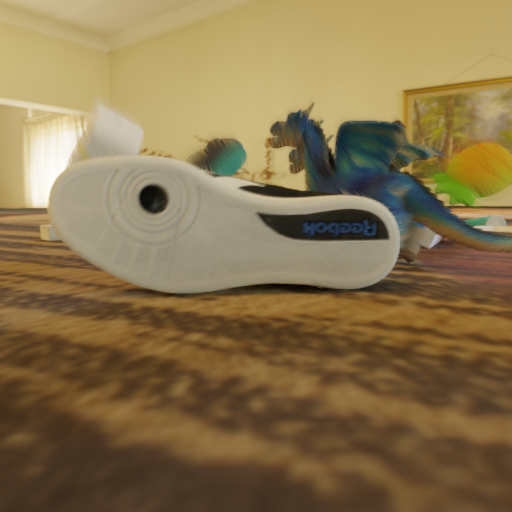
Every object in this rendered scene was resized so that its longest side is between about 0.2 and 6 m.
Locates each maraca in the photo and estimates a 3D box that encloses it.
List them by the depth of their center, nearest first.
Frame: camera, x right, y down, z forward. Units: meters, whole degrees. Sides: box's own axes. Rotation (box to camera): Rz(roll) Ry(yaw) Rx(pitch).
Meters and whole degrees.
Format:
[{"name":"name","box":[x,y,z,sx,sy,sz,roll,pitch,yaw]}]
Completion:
[{"name":"maraca","box":[2.778,-1.025,7.120,1.113,0.596,0.763,-34,54,-13]}]

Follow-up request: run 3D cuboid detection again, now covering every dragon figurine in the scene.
[{"name":"dragon figurine","box":[1.724,-1.135,7.877,1.304,2.203,4.431,16,-7,-43]}]

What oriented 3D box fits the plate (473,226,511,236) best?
[{"name":"plate","box":[5.254,-0.396,11.200,2.008,0.325,2.003,-6,9,-44]}]

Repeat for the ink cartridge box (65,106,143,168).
[{"name":"ink cartridge box","box":[-3.032,-2.003,11.066,0.997,1.378,1.015,27,33,-24]}]

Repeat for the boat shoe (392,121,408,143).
[{"name":"boat shoe","box":[1.908,-1.479,9.107,0.617,1.730,0.521,26,-22,26]}]

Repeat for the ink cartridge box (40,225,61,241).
[{"name":"ink cartridge box","box":[-4.257,-0.522,12.321,0.805,0.334,0.591,-5,8,-38]}]

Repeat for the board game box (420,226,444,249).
[{"name":"board game box","box":[2.735,-0.936,11.422,2.287,0.470,2.281,29,17,20]}]

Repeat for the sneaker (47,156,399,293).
[{"name":"sneaker","box":[-0.372,-0.247,6.192,3.424,1.251,1.915,9,2,-8]}]

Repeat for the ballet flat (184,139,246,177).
[{"name":"ballet flat","box":[-1.380,-1.418,11.442,2.815,1.028,1.028,-48,27,-18]}]

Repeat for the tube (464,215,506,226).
[{"name":"tube","box":[5.436,-0.713,13.885,0.769,0.500,1.985,12,0,-6]}]
